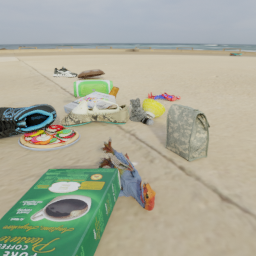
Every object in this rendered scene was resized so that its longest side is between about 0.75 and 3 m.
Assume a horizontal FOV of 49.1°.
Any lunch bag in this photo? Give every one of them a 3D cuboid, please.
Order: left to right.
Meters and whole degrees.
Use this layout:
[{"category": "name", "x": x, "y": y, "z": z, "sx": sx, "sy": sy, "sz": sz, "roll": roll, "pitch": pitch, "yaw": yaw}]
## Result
[{"category": "lunch bag", "x": 1.808, "y": 0.052, "z": 8.531, "sx": 0.893, "sy": 1.520, "sz": 1.246, "roll": -10, "pitch": 21, "yaw": -27}]

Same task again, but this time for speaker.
[{"category": "speaker", "x": -2.013, "y": -2.302, "z": 16.316, "sx": 2.239, "sy": 0.990, "sz": 0.990, "roll": -3, "pitch": 19, "yaw": -7}]

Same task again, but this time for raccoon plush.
[{"category": "raccoon plush", "x": 0.605, "y": -0.740, "z": 11.766, "sx": 1.392, "sy": 0.933, "sz": 0.674, "roll": 14, "pitch": 23, "yaw": 35}]

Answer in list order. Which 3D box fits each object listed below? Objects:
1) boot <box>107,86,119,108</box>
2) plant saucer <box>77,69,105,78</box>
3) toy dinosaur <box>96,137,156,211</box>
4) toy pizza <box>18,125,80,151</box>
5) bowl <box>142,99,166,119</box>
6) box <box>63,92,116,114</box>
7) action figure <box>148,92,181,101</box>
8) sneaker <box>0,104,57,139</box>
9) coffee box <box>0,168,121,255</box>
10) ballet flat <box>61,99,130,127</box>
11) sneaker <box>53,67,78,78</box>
[{"category": "boot", "x": -0.907, "y": -1.571, "z": 13.922, "sx": 0.521, "sy": 1.061, "sz": 1.482, "roll": 29, "pitch": 21, "yaw": 5}, {"category": "plant saucer", "x": -2.955, "y": -4.352, "z": 22.350, "sx": 2.256, "sy": 0.413, "sz": 2.256, "roll": -8, "pitch": 6, "yaw": 1}, {"category": "toy dinosaur", "x": 0.095, "y": 1.076, "z": 6.501, "sx": 2.027, "sy": 1.173, "sz": 2.234, "roll": 37, "pitch": 26, "yaw": 32}, {"category": "toy pizza", "x": -2.725, "y": 0.257, "z": 9.761, "sx": 2.101, "sy": 0.333, "sz": 2.101, "roll": 0, "pitch": 19, "yaw": 0}, {"category": "bowl", "x": 1.032, "y": -0.741, "z": 12.147, "sx": 1.062, "sy": 1.062, "sz": 0.571, "roll": 14, "pitch": 67, "yaw": 35}, {"category": "box", "x": -1.770, "y": -1.092, "z": 13.053, "sx": 1.943, "sy": 0.400, "sz": 1.515, "roll": -29, "pitch": 33, "yaw": -35}, {"category": "action figure", "x": 2.044, "y": -1.761, "z": 15.614, "sx": 1.822, "sy": 0.471, "sz": 0.596, "roll": 11, "pitch": 19, "yaw": 23}, {"category": "sneaker", "x": -3.901, "y": -0.244, "z": 9.478, "sx": 2.934, "sy": 1.074, "sz": 1.202, "roll": -16, "pitch": 13, "yaw": -14}, {"category": "coffee box", "x": -1.254, "y": 1.612, "z": 5.045, "sx": 1.719, "sy": 0.615, "sz": 2.796, "roll": -2, "pitch": 19, "yaw": 12}, {"category": "ballet flat", "x": -1.330, "y": -0.666, "z": 11.332, "sx": 2.796, "sy": 1.053, "sz": 0.948, "roll": -2, "pitch": 25, "yaw": -6}, {"category": "sneaker", "x": -2.222, "y": -1.996, "z": 9.990, "sx": 0.882, "sy": 0.399, "sz": 0.293, "roll": -2, "pitch": 7, "yaw": -21}]
